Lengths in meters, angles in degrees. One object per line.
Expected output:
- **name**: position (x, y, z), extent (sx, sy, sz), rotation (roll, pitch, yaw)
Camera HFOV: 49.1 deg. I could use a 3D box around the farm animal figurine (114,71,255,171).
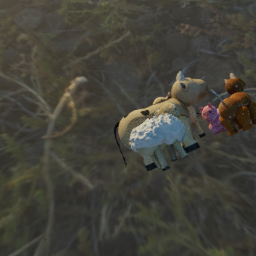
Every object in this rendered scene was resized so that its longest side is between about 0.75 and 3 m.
- **farm animal figurine**: position (0.700, -0.182, 4.072), extent (2.002, 2.024, 1.055), rotation (-24, 86, -16)
